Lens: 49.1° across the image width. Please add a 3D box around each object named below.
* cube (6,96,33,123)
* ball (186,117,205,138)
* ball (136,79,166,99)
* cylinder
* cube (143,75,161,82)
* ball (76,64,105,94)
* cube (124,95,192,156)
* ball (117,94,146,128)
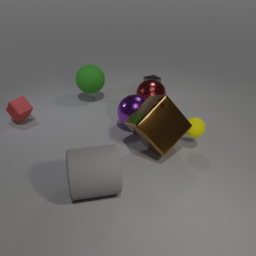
[{"bbox_3d":[-4.509,-0.787,11.647,0.700,0.700,0.700,50,47,3],"label":"cube"},{"bbox_3d":[2.315,-0.016,9.702,0.700,0.700,0.700,0,29,0],"label":"ball"},{"bbox_3d":[1.052,-1.527,12.816,1.400,1.400,1.400,0,29,0],"label":"ball"},{"bbox_3d":[-0.958,1.220,7.852,1.400,1.400,1.400,-6,30,-10],"label":"cylinder"},{"bbox_3d":[1.299,-2.397,15.104,0.700,0.700,0.700,-15,33,-26],"label":"cube"},{"bbox_3d":[-1.811,-2.351,13.478,1.400,1.400,1.400,0,29,0],"label":"ball"},{"bbox_3d":[0.970,-0.132,9.402,1.400,1.400,1.400,-45,16,-8],"label":"cube"},{"bbox_3d":[0.272,-0.647,11.235,1.400,1.400,1.400,0,29,0],"label":"ball"}]
